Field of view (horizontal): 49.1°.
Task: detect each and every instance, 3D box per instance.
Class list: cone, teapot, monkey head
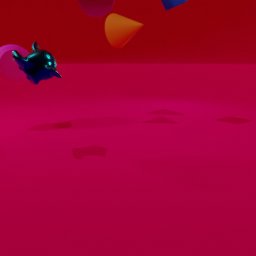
[{"bbox_3d":[-0.902,-4.166,9.080,1.150,1.150,1.154,2,17,7],"label":"cone"},{"bbox_3d":[-3.516,-1.939,8.694,1.904,1.184,0.932,10,3,-33],"label":"teapot"},{"bbox_3d":[-2.004,-1.455,6.114,0.768,0.917,1.275,-35,63,-5],"label":"monkey head"},{"bbox_3d":[0.048,-3.708,10.393,1.291,1.287,1.287,2,13,38],"label":"cone"}]

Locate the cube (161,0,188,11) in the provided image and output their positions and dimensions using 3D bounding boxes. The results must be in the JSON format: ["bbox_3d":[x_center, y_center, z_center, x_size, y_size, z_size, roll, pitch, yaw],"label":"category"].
[{"bbox_3d":[1.532,-4.419,8.921,0.829,0.829,0.829,-1,40,49],"label":"cube"}]
